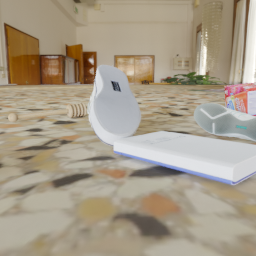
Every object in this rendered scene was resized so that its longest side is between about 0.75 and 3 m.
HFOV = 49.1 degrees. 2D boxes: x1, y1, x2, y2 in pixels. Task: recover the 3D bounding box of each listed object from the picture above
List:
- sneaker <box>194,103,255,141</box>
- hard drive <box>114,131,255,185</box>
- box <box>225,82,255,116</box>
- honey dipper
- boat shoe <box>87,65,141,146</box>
[{"bbox_3d":[2.370,-0.057,6.178,1.875,0.660,0.751,19,5,28],"label":"sneaker"},{"bbox_3d":[0.999,0.376,4.547,1.412,0.271,2.140,-9,13,-43],"label":"hard drive"},{"bbox_3d":[3.731,-0.632,7.106,2.252,1.123,1.075,-8,13,-7],"label":"box"},{"bbox_3d":[-2.493,-0.442,8.855,2.418,0.459,0.459,-11,15,-31],"label":"honey dipper"},{"bbox_3d":[-0.454,-0.399,6.382,1.042,1.026,2.939,11,33,-18],"label":"boat shoe"}]
